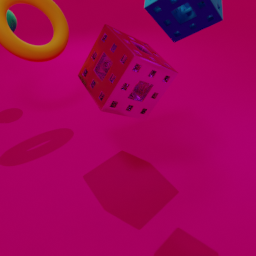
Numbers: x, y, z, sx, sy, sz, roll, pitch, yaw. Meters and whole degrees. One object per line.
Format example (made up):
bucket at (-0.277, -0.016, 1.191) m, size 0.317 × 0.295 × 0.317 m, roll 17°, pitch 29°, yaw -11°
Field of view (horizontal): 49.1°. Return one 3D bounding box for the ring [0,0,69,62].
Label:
ring at (-2.462, -2.640, 7.127) m, size 2.020 × 2.020 × 0.404 m, roll -32°, pitch 6°, yaw -38°

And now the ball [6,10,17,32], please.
ball at (-3.773, -3.195, 8.430) m, size 0.802 × 0.802 × 0.802 m, roll 0°, pitch 34°, yaw 0°

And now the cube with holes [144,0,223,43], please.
cube with holes at (0.850, -2.004, 4.226) m, size 0.827 × 0.827 × 0.827 m, roll -16°, pitch 55°, yaw 37°

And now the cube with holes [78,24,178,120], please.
cube with holes at (-0.039, -1.155, 6.038) m, size 1.295 × 1.295 × 1.295 m, roll 9°, pitch 35°, yaw -43°
